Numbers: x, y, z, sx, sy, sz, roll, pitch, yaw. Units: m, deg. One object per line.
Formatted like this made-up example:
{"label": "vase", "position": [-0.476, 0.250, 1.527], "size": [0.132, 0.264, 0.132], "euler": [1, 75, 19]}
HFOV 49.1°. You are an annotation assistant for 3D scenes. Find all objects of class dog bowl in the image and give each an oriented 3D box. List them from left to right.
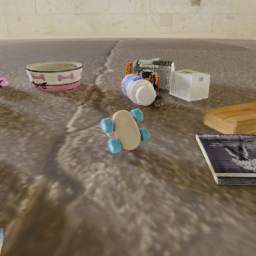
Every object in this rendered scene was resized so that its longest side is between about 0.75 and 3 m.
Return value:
{"label": "dog bowl", "position": [-3.594, -2.604, 13.896], "size": [2.741, 1.011, 2.741], "euler": [-1, 22, 0]}

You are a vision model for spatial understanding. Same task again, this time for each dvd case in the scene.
{"label": "dvd case", "position": [2.732, 0.692, 6.855], "size": [1.686, 0.181, 2.267], "euler": [1, 23, 1]}

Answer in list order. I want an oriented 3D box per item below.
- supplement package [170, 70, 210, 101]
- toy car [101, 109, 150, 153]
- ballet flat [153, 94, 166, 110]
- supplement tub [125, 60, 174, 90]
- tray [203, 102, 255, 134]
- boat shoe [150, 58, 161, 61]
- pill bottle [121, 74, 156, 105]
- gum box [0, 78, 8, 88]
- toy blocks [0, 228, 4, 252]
{"label": "supplement package", "position": [2.626, -1.863, 12.047], "size": [1.036, 1.028, 1.365], "euler": [-13, 25, -28]}
{"label": "toy car", "position": [-0.237, 0.115, 7.716], "size": [1.115, 1.070, 1.210], "euler": [-20, 2, -27]}
{"label": "ballet flat", "position": [1.230, -1.043, 11.037], "size": [0.542, 0.373, 1.608], "euler": [-22, 16, 4]}
{"label": "supplement tub", "position": [1.042, -2.545, 13.310], "size": [2.173, 1.332, 1.332], "euler": [6, 23, 15]}
{"label": "tray", "position": [4.050, -0.371, 9.105], "size": [2.856, 0.529, 1.409], "euler": [-9, 24, -24]}
{"label": "boat shoe", "position": [1.136, -3.219, 15.397], "size": [0.921, 1.058, 2.872], "euler": [13, 32, 18]}
{"label": "pill bottle", "position": [0.440, -1.524, 11.254], "size": [1.007, 1.007, 1.797], "euler": [-7, 24, -17]}
{"label": "gum box", "position": [-6.473, -2.179, 13.663], "size": [1.147, 0.379, 0.651], "euler": [-13, 24, -28]}
{"label": "toy blocks", "position": [-2.425, 1.728, 3.933], "size": [1.493, 0.746, 1.021], "euler": [-6, 12, -17]}
